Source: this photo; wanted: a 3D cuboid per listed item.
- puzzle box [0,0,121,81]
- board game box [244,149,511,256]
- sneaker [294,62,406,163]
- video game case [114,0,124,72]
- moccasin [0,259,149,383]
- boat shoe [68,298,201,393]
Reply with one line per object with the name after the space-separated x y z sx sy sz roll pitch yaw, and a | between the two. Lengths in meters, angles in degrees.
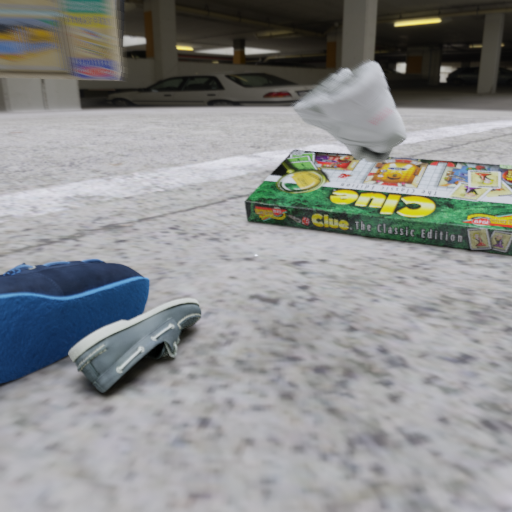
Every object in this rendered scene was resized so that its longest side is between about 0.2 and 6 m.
-3.114 -3.099 7.042 2.624 1.746 0.334 -1 44 -5 | puzzle box
2.852 -1.343 12.212 5.573 0.654 2.920 9 39 24 | board game box
1.070 -1.502 6.353 0.818 1.043 2.099 -35 15 7 | sneaker
-2.569 -4.028 9.774 0.159 1.247 1.127 -11 43 -29 | video game case
-2.676 0.688 6.607 1.067 1.259 3.130 27 17 28 | moccasin
-1.263 1.030 6.605 0.612 0.721 1.980 54 31 12 | boat shoe
